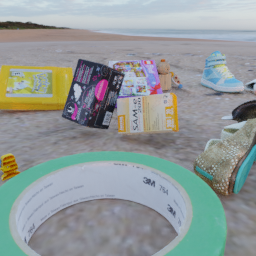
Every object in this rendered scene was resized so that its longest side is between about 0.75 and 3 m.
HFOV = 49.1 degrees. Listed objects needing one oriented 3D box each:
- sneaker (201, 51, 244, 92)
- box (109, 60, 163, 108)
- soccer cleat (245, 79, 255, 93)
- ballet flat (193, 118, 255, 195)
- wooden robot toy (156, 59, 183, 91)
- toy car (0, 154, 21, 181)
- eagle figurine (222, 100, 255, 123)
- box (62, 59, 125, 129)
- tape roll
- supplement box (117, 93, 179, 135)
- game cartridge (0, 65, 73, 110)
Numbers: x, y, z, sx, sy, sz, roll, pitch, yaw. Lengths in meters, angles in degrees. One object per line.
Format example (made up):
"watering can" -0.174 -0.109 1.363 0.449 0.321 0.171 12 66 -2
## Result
"sneaker" 3.835 -2.323 11.404 0.916 1.503 2.302 -8 22 -23
"box" 0.186 -1.616 9.854 1.766 0.505 2.581 -2 38 -1
"soccer cleat" 5.208 -1.480 10.461 0.843 0.679 1.980 -13 19 -10
"ballet flat" 2.024 0.292 5.166 0.876 0.946 2.684 20 27 34
"wooden robot toy" 1.156 -2.145 11.159 2.703 1.226 1.191 -15 31 -32
"toy car" -2.877 0.609 4.839 1.781 0.593 0.874 -11 23 -26
"eagle figurine" 2.793 -0.279 6.196 1.007 1.334 1.012 16 35 -3
"box" -0.802 -0.774 6.591 0.813 1.418 0.937 21 7 29
"tape roll" -0.285 1.132 3.344 2.738 0.658 2.738 0 20 0
"supplement box" 0.445 -0.295 6.359 1.323 0.834 0.486 -5 -6 19
"game cartridge" -2.993 -1.380 9.223 2.389 0.388 2.106 -3 45 -13
